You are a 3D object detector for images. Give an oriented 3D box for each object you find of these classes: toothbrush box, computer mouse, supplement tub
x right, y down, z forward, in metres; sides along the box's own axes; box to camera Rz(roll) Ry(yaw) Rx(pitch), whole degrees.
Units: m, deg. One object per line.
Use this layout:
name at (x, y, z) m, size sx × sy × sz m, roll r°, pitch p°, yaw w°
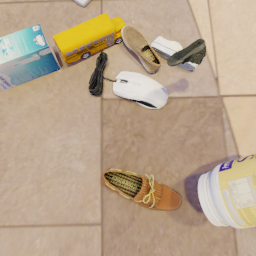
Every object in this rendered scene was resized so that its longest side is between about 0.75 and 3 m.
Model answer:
toothbrush box at (-3.793, -2.426, 9.876) m, size 2.311 × 1.692 × 0.986 m, roll -24°, pitch 77°, yaw -5°
computer mouse at (0.060, -1.618, 10.199) m, size 3.000 × 0.658 × 1.645 m, roll 19°, pitch 75°, yaw 5°
supplement tub at (3.066, 1.503, 6.817) m, size 2.278 × 1.657 × 1.657 m, roll -26°, pitch 73°, yaw 36°

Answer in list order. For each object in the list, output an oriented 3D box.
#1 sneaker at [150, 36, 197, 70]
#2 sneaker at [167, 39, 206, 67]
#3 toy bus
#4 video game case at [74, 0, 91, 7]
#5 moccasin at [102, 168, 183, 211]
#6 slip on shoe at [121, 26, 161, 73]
sneaker at (1.791, -2.864, 10.490) m, size 1.947 × 0.711 × 0.689 m, roll 31°, pitch 82°, yaw 8°
sneaker at (1.649, -1.892, 7.669) m, size 1.125 × 0.644 × 0.430 m, roll -31°, pitch 47°, yaw 5°
toy bus at (-1.322, -3.395, 10.394) m, size 2.682 × 1.050 × 0.873 m, roll -28°, pitch 77°, yaw -10°
video game case at (-1.906, -6.721, 11.685) m, size 2.587 × 0.325 × 2.843 m, roll 37°, pitch 80°, yaw 9°
moccasin at (0.453, 1.954, 9.083) m, size 2.717 × 1.049 × 0.994 m, roll 25°, pitch 77°, yaw 6°
slip on shoe at (0.516, -2.966, 10.313) m, size 0.770 × 0.614 × 2.026 m, roll -33°, pitch 92°, yaw -19°
